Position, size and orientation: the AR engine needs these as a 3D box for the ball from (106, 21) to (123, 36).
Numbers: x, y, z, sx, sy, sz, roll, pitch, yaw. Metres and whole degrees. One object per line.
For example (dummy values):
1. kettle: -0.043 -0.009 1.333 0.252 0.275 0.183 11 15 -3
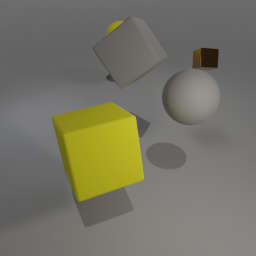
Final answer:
1. ball: -0.367 -4.506 13.735 1.400 1.400 1.400 0 31 0

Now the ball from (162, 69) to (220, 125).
1. ball: 1.553 -0.768 6.985 1.400 1.400 1.400 0 31 0

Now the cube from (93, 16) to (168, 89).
1. cube: 0.116 -2.175 8.134 1.400 1.400 1.400 -32 5 24

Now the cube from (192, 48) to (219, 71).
1. cube: 2.868 -2.543 10.401 0.700 0.700 0.700 1 4 -13

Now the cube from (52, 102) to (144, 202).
1. cube: -0.648 0.401 5.812 1.400 1.400 1.400 -15 21 -18
